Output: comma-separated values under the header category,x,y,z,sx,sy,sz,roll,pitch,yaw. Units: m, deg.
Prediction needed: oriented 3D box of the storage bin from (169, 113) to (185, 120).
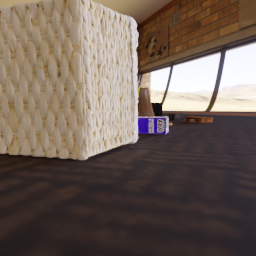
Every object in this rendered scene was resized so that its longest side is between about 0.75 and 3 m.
category,x,y,z,sx,sy,sz,roll,pitch,yaw
storage bin,2.982,-0.686,17.041,0.903,0.423,0.610,-3,5,-23

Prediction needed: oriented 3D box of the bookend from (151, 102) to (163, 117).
category,x,y,z,sx,sy,sz,roll,pitch,yaw
bookend,0.487,-0.927,15.908,2.286,1.060,2.301,-1,4,-15

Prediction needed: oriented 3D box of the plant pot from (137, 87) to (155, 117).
category,x,y,z,sx,sy,sz,roll,pitch,yaw
plant pot,0.462,-1.074,13.381,1.652,1.636,1.652,-5,4,0

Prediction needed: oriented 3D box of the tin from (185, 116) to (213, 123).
category,x,y,z,sx,sy,sz,roll,pitch,yaw
tin,3.712,-0.440,14.668,0.918,0.343,1.639,-7,7,-28

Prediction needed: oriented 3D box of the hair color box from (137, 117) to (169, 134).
category,x,y,z,sx,sy,sz,roll,pitch,yaw
hair color box,0.408,-0.097,8.864,1.695,0.549,0.927,-1,4,13

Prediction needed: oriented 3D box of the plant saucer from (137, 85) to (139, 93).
category,x,y,z,sx,sy,sz,roll,pitch,yaw
plant saucer,-0.687,-0.903,12.525,2.294,2.297,0.550,5,-36,46

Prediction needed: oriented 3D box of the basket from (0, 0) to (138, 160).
category,x,y,z,sx,sy,sz,roll,pitch,yaw
basket,-1.380,-0.912,5.501,2.706,2.730,2.196,1,7,21

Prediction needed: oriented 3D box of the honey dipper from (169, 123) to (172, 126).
category,x,y,z,sx,sy,sz,roll,pitch,yaw
honey dipper,1.429,-0.164,11.847,1.254,0.238,0.238,-1,4,-41
